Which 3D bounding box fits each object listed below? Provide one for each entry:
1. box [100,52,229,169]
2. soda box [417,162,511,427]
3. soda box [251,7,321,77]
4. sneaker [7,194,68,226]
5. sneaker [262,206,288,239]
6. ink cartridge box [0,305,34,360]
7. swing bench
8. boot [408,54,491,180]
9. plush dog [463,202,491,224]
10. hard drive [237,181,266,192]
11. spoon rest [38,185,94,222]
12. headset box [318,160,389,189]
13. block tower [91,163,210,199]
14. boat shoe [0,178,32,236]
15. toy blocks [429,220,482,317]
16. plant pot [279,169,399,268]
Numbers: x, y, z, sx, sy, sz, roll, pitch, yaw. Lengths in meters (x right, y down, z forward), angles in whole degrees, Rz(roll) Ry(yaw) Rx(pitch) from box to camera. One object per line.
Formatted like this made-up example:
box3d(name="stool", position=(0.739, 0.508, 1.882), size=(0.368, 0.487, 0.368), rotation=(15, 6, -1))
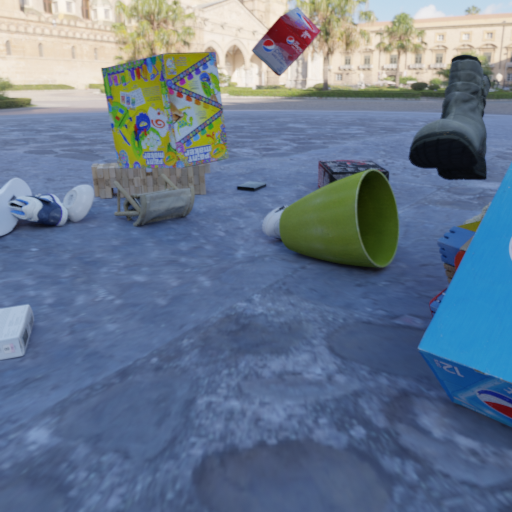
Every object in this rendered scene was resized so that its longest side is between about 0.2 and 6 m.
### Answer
box3d(name="box", position=(-1.485, -2.294, 9.023), size=(1.723, 1.660, 1.051), rotation=(9, 22, 43))
box3d(name="soda box", position=(3.510, -0.386, 5.924), size=(1.530, 1.447, 4.510), rotation=(17, 67, 42))
box3d(name="soda box", position=(0.726, -4.749, 12.300), size=(0.832, 0.918, 2.623), rotation=(42, 29, -11))
box3d(name="sneaker", position=(-5.275, -1.205, 13.159), size=(1.201, 0.661, 1.640), rotation=(16, 9, -44))
box3d(name="sneaker", position=(1.176, -0.634, 11.824), size=(1.960, 0.737, 1.127), rotation=(-5, 16, -24))
box3d(name="ink cartridge box", position=(-3.763, 1.083, 7.497), size=(1.363, 0.389, 1.108), rotation=(-12, 21, -11))
box3d(name="swing bench", position=(-2.486, -1.310, 13.631), size=(1.449, 0.945, 1.456), rotation=(-14, 29, -38))
box3d(name="boot", position=(2.770, -2.032, 7.852), size=(0.865, 1.669, 2.554), rotation=(4, 1, 29))
box3d(name="plush dog", position=(4.966, -0.458, 10.618), size=(1.982, 1.590, 1.703), rotation=(5, 43, 13))
box3d(name="hard drive", position=(-0.137, -2.135, 17.231), size=(0.600, 0.141, 0.860), rotation=(9, 21, 24))
box3d(name="spoon rest", position=(-4.635, -1.288, 13.809), size=(1.940, 0.964, 0.588), rotation=(3, -17, 35))
box3d(name="headset box", position=(2.782, -2.275, 16.507), size=(1.696, 0.856, 2.282), rotation=(-1, 19, -3))
box3d(name="block tower", position=(-3.030, -2.249, 16.378), size=(3.355, 0.970, 0.906), rotation=(-5, 19, -9))
box3d(name="boat shoe", position=(-6.050, -1.008, 12.873), size=(0.866, 0.917, 2.555), rotation=(-26, 27, 14))
box3d(name="toy blocks", position=(3.619, 0.131, 7.836), size=(3.232, 1.615, 2.209), rotation=(-39, 34, -19))
box3d(name="plant pot", position=(1.468, -0.607, 10.665), size=(1.914, 1.791, 1.791), rotation=(-5, 12, 37))
